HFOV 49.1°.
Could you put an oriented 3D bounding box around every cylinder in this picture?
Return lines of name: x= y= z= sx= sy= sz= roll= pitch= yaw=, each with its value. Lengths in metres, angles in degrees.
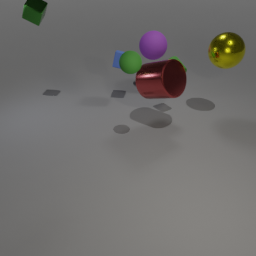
cylinder: x=1.241 y=-1.813 z=10.574 sx=1.400 sy=1.400 sz=1.400 roll=-25 pitch=19 yaw=-37
cylinder: x=1.899 y=-2.408 z=11.323 sx=0.700 sy=0.700 sz=0.700 roll=-19 pitch=65 yaw=-31

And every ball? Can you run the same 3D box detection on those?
ball: x=3.866 y=-3.034 z=11.007 sx=1.400 sy=1.400 sz=1.400 roll=0 pitch=29 yaw=0
ball: x=1.256 y=-4.120 z=13.974 sx=1.400 sy=1.400 sz=1.400 roll=0 pitch=29 yaw=0
ball: x=0.076 y=-2.001 z=8.545 sx=0.700 sy=0.700 sz=0.700 roll=0 pitch=29 yaw=0

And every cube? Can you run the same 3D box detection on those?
cube: x=-0.283 y=-3.137 z=12.937 sx=0.700 sy=0.700 sz=0.700 roll=13 pitch=21 yaw=-3
cube: x=-3.657 y=-4.616 z=10.993 sx=0.700 sy=0.700 sz=0.700 roll=23 pitch=59 yaw=-16
